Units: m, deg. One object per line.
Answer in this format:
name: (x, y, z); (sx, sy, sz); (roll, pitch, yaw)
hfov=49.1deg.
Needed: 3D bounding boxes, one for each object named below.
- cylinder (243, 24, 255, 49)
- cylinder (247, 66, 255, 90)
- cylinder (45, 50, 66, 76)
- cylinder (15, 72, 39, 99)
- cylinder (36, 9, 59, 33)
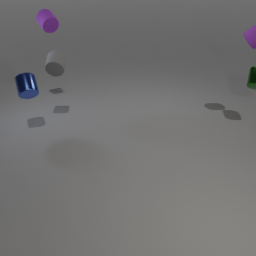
cylinder: (4.544, -3.252, 9.792); (0.700, 0.700, 0.700); (-34, 7, 37)
cylinder: (4.844, -1.856, 10.413); (0.700, 0.700, 0.700); (13, -6, 1)
cylinder: (-2.708, -2.420, 10.506); (0.700, 0.700, 0.700); (-1, 52, -2)
cylinder: (-3.566, -1.482, 9.880); (0.700, 0.700, 0.700); (-13, 75, -22)
cylinder: (-3.256, -4.332, 11.345); (0.700, 0.700, 0.700); (-18, 55, -30)
